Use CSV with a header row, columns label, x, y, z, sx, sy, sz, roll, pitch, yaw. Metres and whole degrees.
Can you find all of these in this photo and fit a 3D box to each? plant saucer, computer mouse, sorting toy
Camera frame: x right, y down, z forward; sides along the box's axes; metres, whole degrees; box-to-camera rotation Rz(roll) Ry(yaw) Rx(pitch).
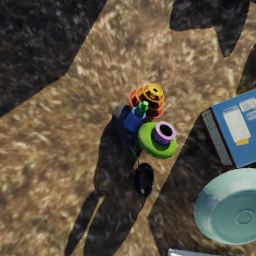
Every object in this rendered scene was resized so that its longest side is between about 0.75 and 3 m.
label,x,y,z,sx,sy,sz,roll,pitch,yaw
plant saucer,2.735,2.032,6.732,2.240,0.403,2.240,-2,112,-4
computer mouse,0.150,0.577,7.375,0.745,0.433,2.543,-18,85,-3
sorting toy,0.617,-0.311,6.821,1.243,0.849,2.069,-2,56,-31

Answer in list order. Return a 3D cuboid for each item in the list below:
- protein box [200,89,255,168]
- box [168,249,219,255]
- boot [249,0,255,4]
label,x,y,z,sx,sy,sz,roll,pitch,yaw
protein box,2.966,-0.003,7.100,1.583,1.076,1.594,-21,85,-2
box,2.149,4.426,6.340,2.593,1.695,2.579,6,84,1
boot,2.693,-3.977,7.751,1.698,0.616,1.544,-12,70,-8
